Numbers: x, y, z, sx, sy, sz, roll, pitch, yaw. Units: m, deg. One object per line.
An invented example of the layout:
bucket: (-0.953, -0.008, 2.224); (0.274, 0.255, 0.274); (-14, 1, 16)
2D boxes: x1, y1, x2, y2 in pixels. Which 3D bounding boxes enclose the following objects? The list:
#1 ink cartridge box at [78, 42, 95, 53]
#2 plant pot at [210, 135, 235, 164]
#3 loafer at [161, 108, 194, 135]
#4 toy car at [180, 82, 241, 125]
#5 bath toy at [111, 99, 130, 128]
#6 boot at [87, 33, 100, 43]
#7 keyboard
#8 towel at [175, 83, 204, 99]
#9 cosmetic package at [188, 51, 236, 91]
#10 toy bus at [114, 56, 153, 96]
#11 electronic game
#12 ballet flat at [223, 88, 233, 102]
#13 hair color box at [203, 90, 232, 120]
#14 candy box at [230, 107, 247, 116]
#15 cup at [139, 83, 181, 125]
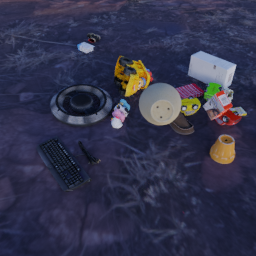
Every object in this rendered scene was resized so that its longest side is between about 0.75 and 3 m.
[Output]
ink cartridge box: (-2.422, -4.660, 16.323); (0.939, 0.319, 0.541); (29, 48, 30)
plant pot: (3.317, 0.673, 9.655); (0.833, 0.763, 0.833); (0, 40, 0)
loafer: (1.895, -0.360, 10.991); (0.635, 0.617, 1.739); (-26, 46, -27)
toy car: (3.451, -1.092, 11.885); (2.719, 0.606, 2.559); (17, 43, 18)
bath toy: (-0.352, -0.581, 11.344); (0.608, 0.517, 1.399); (10, 42, 12)
boot: (-2.270, -5.599, 17.443); (0.926, 0.339, 0.697); (20, 43, 13)
keyboard: (-1.999, 1.024, 9.650); (1.607, 0.260, 2.529); (-25, 47, -27)
towel: (2.705, -1.662, 12.879); (1.385, 0.156, 1.002); (-17, 42, -17)
cosmetic package: (3.987, -2.780, 13.472); (2.038, 1.150, 0.827); (31, 49, 34)
toy bus: (0.400, -2.347, 13.035); (1.833, 1.296, 1.910); (3, 40, -22)
electronic game: (-1.949, -1.017, 11.817); (2.589, 0.539, 2.589); (2, 45, -2)
ballet flat: (4.257, -1.286, 12.134); (0.486, 0.575, 1.522); (14, 44, 22)
hair color box: (2.976, -0.734, 9.361); (0.354, 1.109, 0.615); (-24, 78, -10)
candy box: (4.406, -0.650, 11.718); (0.959, 0.127, 0.490); (-8, 38, -10)
cup: (1.068, -0.659, 8.990); (1.418, 1.418, 1.014); (1, 19, 1)
